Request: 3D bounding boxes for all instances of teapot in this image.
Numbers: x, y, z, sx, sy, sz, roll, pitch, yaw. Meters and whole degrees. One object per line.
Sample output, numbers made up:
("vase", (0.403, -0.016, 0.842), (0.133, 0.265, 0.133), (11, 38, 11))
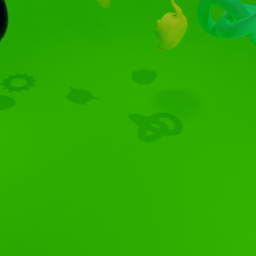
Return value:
("teapot", (1.185, -2.879, 8.028), (0.812, 1.659, 1.032), (35, 52, 12))

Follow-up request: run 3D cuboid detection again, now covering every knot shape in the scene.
("knot shape", (1.873, -1.734, 4.556), (1.479, 0.683, 1.384), (16, 21, -3))

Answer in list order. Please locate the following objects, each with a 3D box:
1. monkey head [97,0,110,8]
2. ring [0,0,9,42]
("monkey head", (-0.303, -2.880, 5.531), (1.250, 0.899, 0.753), (39, 72, 2))
("ring", (-3.496, -2.461, 5.624), (2.085, 2.085, 0.417), (0, 46, 0))
